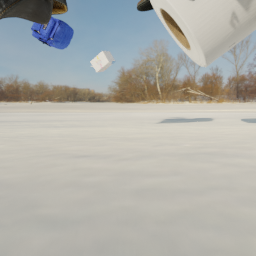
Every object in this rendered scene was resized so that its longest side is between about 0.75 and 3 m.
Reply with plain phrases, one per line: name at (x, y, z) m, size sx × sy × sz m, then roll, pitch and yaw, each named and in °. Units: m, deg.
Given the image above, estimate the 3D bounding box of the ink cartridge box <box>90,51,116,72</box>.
ink cartridge box at (-1.074, -2.721, 11.604) m, size 0.869 × 0.544 × 0.558 m, roll -32°, pitch -2°, yaw 31°

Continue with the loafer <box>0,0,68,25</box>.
loafer at (-2.018, -2.754, 6.114) m, size 0.986 × 0.979 × 2.708 m, roll -19°, pitch 27°, yaw 29°

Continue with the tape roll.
tape roll at (1.697, -2.740, 6.403) m, size 1.541 × 2.245 × 2.245 m, roll -37°, pitch -2°, yaw 9°

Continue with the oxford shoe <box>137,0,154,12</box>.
oxford shoe at (0.908, -4.227, 8.773) m, size 1.548 × 0.653 × 0.563 m, roll -29°, pitch -18°, yaw 12°

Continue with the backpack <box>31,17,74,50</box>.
backpack at (-2.075, -2.622, 7.681) m, size 0.985 × 0.800 × 0.826 m, roll 29°, pitch 9°, yaw 14°
